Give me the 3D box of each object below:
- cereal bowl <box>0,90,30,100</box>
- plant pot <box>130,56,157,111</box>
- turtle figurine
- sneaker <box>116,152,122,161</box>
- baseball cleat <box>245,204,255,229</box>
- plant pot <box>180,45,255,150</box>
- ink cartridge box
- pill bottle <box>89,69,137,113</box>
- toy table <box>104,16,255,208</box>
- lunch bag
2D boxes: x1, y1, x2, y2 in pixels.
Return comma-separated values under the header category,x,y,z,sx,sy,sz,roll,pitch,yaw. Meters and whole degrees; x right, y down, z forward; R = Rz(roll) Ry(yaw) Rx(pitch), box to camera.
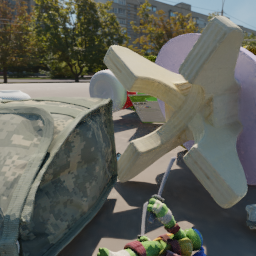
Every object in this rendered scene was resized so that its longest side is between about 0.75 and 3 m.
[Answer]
category,x,y,z,sx,sy,sz,roll,pitch,yaw
cereal bowl,-5.854,-1.460,14.012,1.999,0.833,1.999,0,12,0
plant pot,1.168,-1.708,12.358,2.372,2.372,2.284,4,0,19
turtle figurine,0.115,0.912,2.393,0.955,0.985,0.709,-14,-16,-37
sneaker,-0.224,0.583,4.889,0.769,0.346,0.301,-2,11,-8
baseball cleat,1.683,0.924,3.202,0.988,0.345,0.526,-1,-2,-42
plant pot,2.129,-0.382,5.860,2.117,2.117,1.868,-10,6,-41
ink cartridge box,1.058,-0.894,8.507,1.660,0.851,2.246,0,-18,14
pill bottle,-0.041,-1.511,10.169,1.459,1.459,2.599,8,22,36
toy table,0.954,-0.282,4.191,1.716,2.694,2.930,-9,41,-43
lunch bag,-1.366,0.438,2.923,1.991,1.427,2.427,-1,15,13
